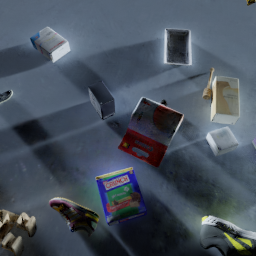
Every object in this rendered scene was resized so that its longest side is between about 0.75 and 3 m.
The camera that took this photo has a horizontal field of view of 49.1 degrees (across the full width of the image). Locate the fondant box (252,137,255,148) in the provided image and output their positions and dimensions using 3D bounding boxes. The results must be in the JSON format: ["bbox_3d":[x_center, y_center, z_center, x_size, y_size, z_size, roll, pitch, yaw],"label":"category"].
[{"bbox_3d":[5.227,0.942,9.490,0.608,1.507,2.089,-14,61,-7],"label":"fondant box"}]

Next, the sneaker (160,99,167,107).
[{"bbox_3d":[1.411,-0.884,11.128,0.317,0.484,0.838,9,61,5],"label":"sneaker"}]

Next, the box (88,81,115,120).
[{"bbox_3d":[-1.001,-1.063,10.904,0.651,1.048,1.057,-27,65,-14],"label":"box"}]

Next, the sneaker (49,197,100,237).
[{"bbox_3d":[-1.817,2.828,8.906,1.751,0.656,0.789,17,55,10],"label":"sneaker"}]

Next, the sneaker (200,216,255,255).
[{"bbox_3d":[3.356,3.593,8.426,2.527,0.941,1.069,18,67,20],"label":"sneaker"}]

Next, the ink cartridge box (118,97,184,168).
[{"bbox_3d":[0.812,0.110,10.358,1.761,0.544,2.171,25,72,14],"label":"ink cartridge box"}]

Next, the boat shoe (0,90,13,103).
[{"bbox_3d":[-5.168,-1.265,11.454,0.980,0.305,0.366,-37,65,-21],"label":"boat shoe"}]

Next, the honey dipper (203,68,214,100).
[{"bbox_3d":[3.451,-1.916,11.859,0.325,0.325,1.713,15,57,9],"label":"honey dipper"}]

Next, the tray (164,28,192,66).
[{"bbox_3d":[2.277,-3.688,12.869,1.217,0.251,2.267,4,60,3],"label":"tray"}]

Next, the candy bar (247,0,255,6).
[{"bbox_3d":[3.649,-4.261,8.601,0.260,1.043,0.116,-20,40,28],"label":"candy bar"}]

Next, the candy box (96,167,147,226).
[{"bbox_3d":[-0.233,2.239,9.270,1.330,0.606,1.573,-15,60,-7],"label":"candy box"}]

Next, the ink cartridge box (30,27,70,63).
[{"bbox_3d":[-3.513,-3.785,12.707,1.462,0.619,1.057,38,67,21],"label":"ink cartridge box"}]

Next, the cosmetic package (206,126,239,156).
[{"bbox_3d":[3.466,0.491,10.335,0.819,0.503,0.816,-18,62,-8],"label":"cosmetic package"}]

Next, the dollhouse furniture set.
[{"bbox_3d":[-4.131,3.529,8.422,1.953,1.383,2.126,16,41,10],"label":"dollhouse furniture set"}]

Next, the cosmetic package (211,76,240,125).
[{"bbox_3d":[3.864,-1.113,11.156,0.979,0.662,1.862,7,60,4],"label":"cosmetic package"}]
